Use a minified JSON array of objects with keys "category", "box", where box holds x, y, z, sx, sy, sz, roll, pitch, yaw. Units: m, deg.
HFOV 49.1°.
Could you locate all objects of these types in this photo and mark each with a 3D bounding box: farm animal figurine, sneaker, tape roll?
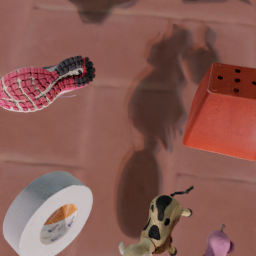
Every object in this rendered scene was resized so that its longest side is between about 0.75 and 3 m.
[{"category":"farm animal figurine","box":[0.537,2.760,4.352,2.965,1.563,2.998,-41,47,8]},{"category":"sneaker","box":[-1.766,-0.903,6.097,2.207,0.824,0.890,-24,99,-33]},{"category":"tape roll","box":[-0.985,1.131,3.605,0.370,1.121,1.121,29,78,32]}]

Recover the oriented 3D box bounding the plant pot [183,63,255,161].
[{"category":"plant pot","box":[1.750,-0.387,4.875,1.284,1.132,1.283,12,48,13]}]
